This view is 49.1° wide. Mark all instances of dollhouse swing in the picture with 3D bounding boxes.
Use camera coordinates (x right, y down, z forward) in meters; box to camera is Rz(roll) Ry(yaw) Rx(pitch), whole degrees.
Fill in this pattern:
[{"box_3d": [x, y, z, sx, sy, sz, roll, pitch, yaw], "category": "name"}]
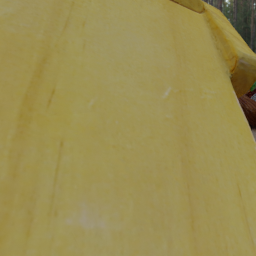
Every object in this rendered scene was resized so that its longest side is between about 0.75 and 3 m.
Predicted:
[{"box_3d": [-0.632, -0.011, 1.602, 2.274, 1.999, 2.067, 13, -25, -24], "category": "dollhouse swing"}]

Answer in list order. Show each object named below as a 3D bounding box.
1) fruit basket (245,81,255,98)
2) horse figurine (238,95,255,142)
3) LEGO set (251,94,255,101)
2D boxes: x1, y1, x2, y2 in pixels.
[{"box_3d": [3.532, -0.991, 8.321, 2.628, 1.232, 2.434, 12, -31, 19], "category": "fruit basket"}, {"box_3d": [1.611, -0.054, 3.953, 1.937, 0.730, 2.923, 18, 3, 16], "category": "horse figurine"}, {"box_3d": [3.621, -0.510, 7.965, 0.788, 0.974, 2.118, 4, -34, -42], "category": "LEGO set"}]
